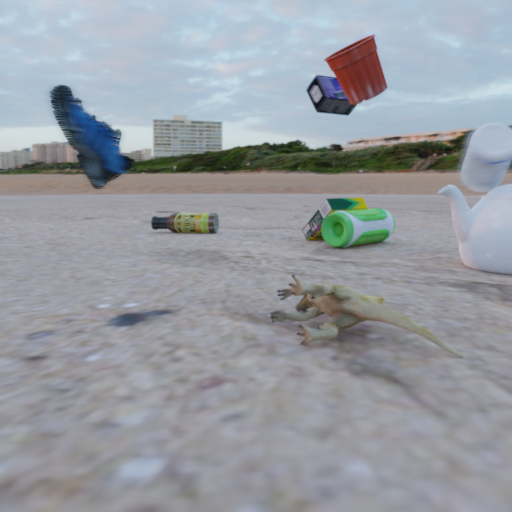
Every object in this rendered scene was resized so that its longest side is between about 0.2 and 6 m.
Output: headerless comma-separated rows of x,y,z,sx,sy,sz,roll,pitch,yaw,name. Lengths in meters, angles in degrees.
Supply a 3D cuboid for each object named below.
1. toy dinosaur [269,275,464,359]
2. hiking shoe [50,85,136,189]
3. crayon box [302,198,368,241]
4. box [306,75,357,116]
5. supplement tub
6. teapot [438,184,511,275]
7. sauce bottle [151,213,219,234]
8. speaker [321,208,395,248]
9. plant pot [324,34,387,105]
0.848,0.476,5.366,1.079,0.621,2.133,-3,8,-31,toy dinosaur
-3.279,-2.476,11.197,1.023,2.360,0.878,-29,52,-12,hiking shoe
1.859,-0.867,13.273,1.087,0.367,1.260,-6,-29,-31,crayon box
1.760,-3.678,12.857,0.974,0.721,0.508,-5,-28,-32,box
3.851,-1.620,9.320,0.712,0.712,1.079,2,-23,11,supplement tub
4.470,-0.564,9.294,2.142,1.565,2.114,-6,10,-42,teapot
-1.941,-0.879,15.214,1.802,0.583,0.583,-1,8,8,sauce bottle
2.309,-0.636,12.473,0.856,0.856,1.936,7,11,43,speaker
2.027,-3.608,10.995,1.070,1.041,1.070,-25,18,9,plant pot
